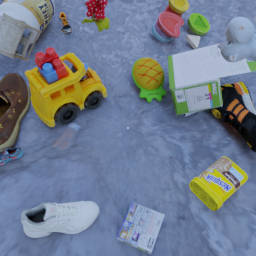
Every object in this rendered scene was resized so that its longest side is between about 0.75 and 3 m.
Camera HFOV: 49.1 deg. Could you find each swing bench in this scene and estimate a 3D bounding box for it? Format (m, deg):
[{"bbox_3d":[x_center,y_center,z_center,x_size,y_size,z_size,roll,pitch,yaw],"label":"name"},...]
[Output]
[{"bbox_3d":[-2.987,-2.392,7.491,0.622,0.953,0.958,30,13,8],"label":"swing bench"}]

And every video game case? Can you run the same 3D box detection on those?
[{"bbox_3d":[0.308,2.277,6.443,0.828,0.208,0.914,19,55,14],"label":"video game case"}]

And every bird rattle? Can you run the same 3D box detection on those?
[{"bbox_3d":[-0.610,-2.363,5.382,0.566,1.004,0.819,11,81,-1],"label":"bird rattle"}]

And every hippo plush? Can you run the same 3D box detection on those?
[{"bbox_3d":[1.581,-1.151,3.712,0.756,0.941,0.749,-1,39,-3],"label":"hippo plush"}]

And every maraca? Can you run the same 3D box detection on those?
[{"bbox_3d":[0.697,-1.576,9.066,1.084,0.846,1.581,-9,74,-10],"label":"maraca"}]

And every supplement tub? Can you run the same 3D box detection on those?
[{"bbox_3d":[-3.878,-4.196,10.519,1.625,1.625,2.251,10,54,8],"label":"supplement tub"}]

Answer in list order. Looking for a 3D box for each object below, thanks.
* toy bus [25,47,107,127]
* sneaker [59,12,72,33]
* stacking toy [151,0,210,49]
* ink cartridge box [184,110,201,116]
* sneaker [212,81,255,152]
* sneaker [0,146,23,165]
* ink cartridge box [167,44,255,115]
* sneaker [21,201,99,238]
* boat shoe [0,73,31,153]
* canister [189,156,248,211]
[{"bbox_3d":[-1.812,-1.426,8.121,2.179,2.092,1.479,-30,57,-23],"label":"toy bus"},{"bbox_3d":[-2.563,-4.248,11.320,0.428,0.422,1.094,-19,57,-16],"label":"sneaker"},{"bbox_3d":[2.032,-3.972,11.125,2.023,0.944,2.235,35,60,-7],"label":"stacking toy"},{"bbox_3d":[1.956,-0.817,8.844,0.825,0.168,0.824,-20,55,-15],"label":"ink cartridge box"},{"bbox_3d":[3.070,-0.296,8.075,1.157,0.900,2.572,-7,49,4],"label":"sneaker"},{"bbox_3d":[-3.282,0.703,7.536,0.817,0.390,0.324,-24,56,-17],"label":"sneaker"},{"bbox_3d":[2.565,-1.564,8.220,2.635,0.998,1.947,-10,40,14],"label":"ink cartridge box"},{"bbox_3d":[-1.525,1.970,6.255,1.766,0.878,0.688,-12,53,-9],"label":"sneaker"},{"bbox_3d":[-3.592,-0.704,8.185,1.061,0.996,2.948,-4,49,0],"label":"boat shoe"},{"bbox_3d":[2.266,1.341,6.979,1.200,0.519,0.891,-32,59,-24],"label":"canister"}]
